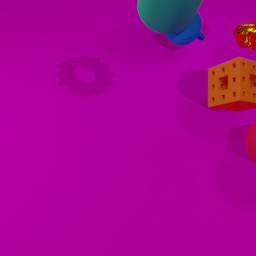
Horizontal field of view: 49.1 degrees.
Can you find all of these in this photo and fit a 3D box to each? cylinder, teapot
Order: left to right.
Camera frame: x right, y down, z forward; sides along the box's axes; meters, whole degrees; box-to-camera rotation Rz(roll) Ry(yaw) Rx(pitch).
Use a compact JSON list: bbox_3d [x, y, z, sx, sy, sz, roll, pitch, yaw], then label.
[{"bbox_3d":[0.931,-2.891,5.849,1.335,1.335,1.335,1,79,-4],"label":"cylinder"},{"bbox_3d":[1.283,-2.582,7.016,1.532,0.952,0.750,24,8,-9],"label":"teapot"},{"bbox_3d":[3.055,-2.257,6.863,0.866,0.682,1.393,6,30,34],"label":"teapot"}]

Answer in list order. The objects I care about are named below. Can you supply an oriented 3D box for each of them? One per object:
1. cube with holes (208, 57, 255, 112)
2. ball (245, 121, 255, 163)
[{"bbox_3d":[2.150,-0.808,5.478,0.797,0.797,0.797,6,82,-26],"label":"cube with holes"},{"bbox_3d":[2.500,0.240,4.683,0.994,0.994,0.994,0,52,0],"label":"ball"}]
